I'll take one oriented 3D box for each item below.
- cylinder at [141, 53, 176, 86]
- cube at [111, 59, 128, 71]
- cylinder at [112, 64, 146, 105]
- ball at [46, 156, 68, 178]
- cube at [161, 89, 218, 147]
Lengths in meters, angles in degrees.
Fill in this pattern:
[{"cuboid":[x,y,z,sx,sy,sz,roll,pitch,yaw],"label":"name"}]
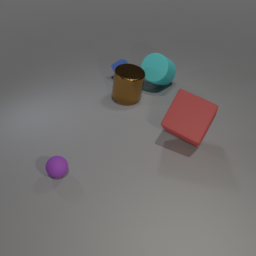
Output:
[{"cuboid":[1.521,-2.879,13.890,1.400,1.400,1.400,17,9,24],"label":"cylinder"},{"cuboid":[-0.348,-3.176,14.913,0.700,0.700,0.700,-28,-5,26],"label":"cube"},{"cuboid":[0.007,-2.015,12.908,1.400,1.400,1.400,6,42,-6],"label":"cylinder"},{"cuboid":[-2.255,1.226,8.892,0.700,0.700,0.700,0,34,0],"label":"ball"},{"cuboid":[2.142,-0.307,9.744,1.400,1.400,1.400,28,-2,17],"label":"cube"}]
